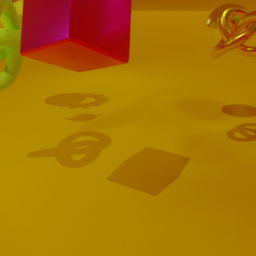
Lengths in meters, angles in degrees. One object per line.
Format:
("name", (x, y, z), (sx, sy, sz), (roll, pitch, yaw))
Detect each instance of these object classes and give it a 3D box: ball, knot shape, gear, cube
("ball", (2.521, -2.550, 7.081), (1.108, 1.108, 1.108), (0, 25, 0))
("knot shape", (2.276, -1.849, 5.499), (1.211, 1.294, 0.598), (24, -7, 46))
("gear", (-2.709, -3.196, 7.769), (1.669, 0.309, 1.669), (-18, 11, 4))
("knot shape", (-2.321, -1.340, 4.951), (1.717, 0.848, 1.835), (-40, -6, 9))
("cube", (-0.690, -1.455, 3.829), (1.069, 1.069, 1.069), (0, -4, 39))
